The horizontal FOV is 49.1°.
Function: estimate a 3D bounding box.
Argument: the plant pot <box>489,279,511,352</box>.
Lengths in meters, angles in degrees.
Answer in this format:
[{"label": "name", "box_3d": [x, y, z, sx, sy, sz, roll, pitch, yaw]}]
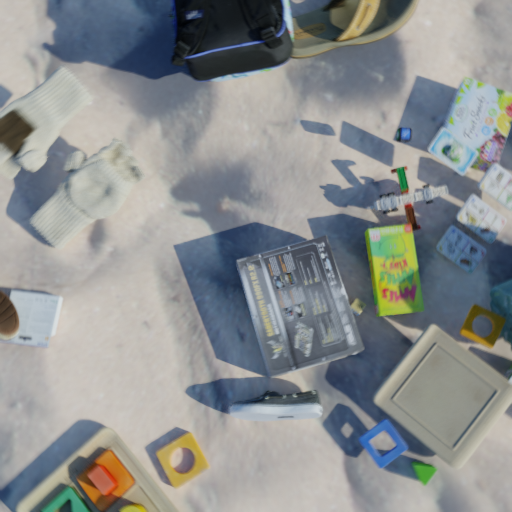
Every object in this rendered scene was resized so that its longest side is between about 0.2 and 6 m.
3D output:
[{"label": "plant pot", "box_3d": [5.307, 0.916, 9.923, 1.809, 1.847, 1.847, -19, 74, 3]}]

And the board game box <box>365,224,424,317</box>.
[{"label": "board game box", "box_3d": [2.607, 0.279, 10.614, 0.836, 0.392, 1.645, -6, 80, 1]}]

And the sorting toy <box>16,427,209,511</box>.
[{"label": "sorting toy", "box_3d": [-2.630, 4.402, 9.431, 3.994, 0.544, 2.249, -42, 78, -11]}]

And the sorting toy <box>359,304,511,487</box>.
[{"label": "sorting toy", "box_3d": [3.333, 2.464, 9.972, 1.930, 0.467, 3.428, 39, 86, 9]}]

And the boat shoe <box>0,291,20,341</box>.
[{"label": "boat shoe", "box_3d": [-5.005, 0.940, 10.441, 0.661, 0.663, 1.791, -25, 64, -42]}]

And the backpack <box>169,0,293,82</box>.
[{"label": "backpack", "box_3d": [-0.525, -4.981, 11.401, 2.387, 1.917, 2.608, -10, 80, 9]}]

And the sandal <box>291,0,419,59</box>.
[{"label": "sandal", "box_3d": [1.936, -5.145, 11.885, 3.208, 0.866, 1.288, -16, 72, 5]}]

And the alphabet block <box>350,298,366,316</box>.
[{"label": "alphabet block", "box_3d": [1.917, 0.972, 10.618, 0.223, 0.222, 0.227, 37, 76, 8]}]

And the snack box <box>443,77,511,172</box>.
[{"label": "snack box", "box_3d": [4.555, -2.711, 11.575, 1.219, 0.454, 1.715, 21, 75, 6]}]

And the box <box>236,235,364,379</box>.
[{"label": "box", "box_3d": [0.778, 0.936, 10.390, 1.793, 0.547, 2.264, -17, 78, -4]}]

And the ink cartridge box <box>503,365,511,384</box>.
[{"label": "ink cartridge box", "box_3d": [5.088, 2.545, 10.054, 1.331, 0.395, 0.691, 38, 78, 11]}]

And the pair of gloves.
[{"label": "pair of gloves", "box_3d": [-3.757, -1.844, 10.712, 2.435, 0.502, 2.864, -35, 94, 3]}]

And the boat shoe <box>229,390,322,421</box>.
[{"label": "boat shoe", "box_3d": [0.344, 2.651, 9.988, 1.643, 0.564, 0.465, 0, 58, -1]}]

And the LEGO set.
[{"label": "LEGO set", "box_3d": [3.600, -1.257, 11.047, 2.788, 0.684, 2.083, 34, 88, -4]}]

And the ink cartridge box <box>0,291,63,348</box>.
[{"label": "ink cartridge box", "box_3d": [-4.232, 1.197, 10.550, 0.975, 0.215, 0.994, 7, 76, 4]}]
